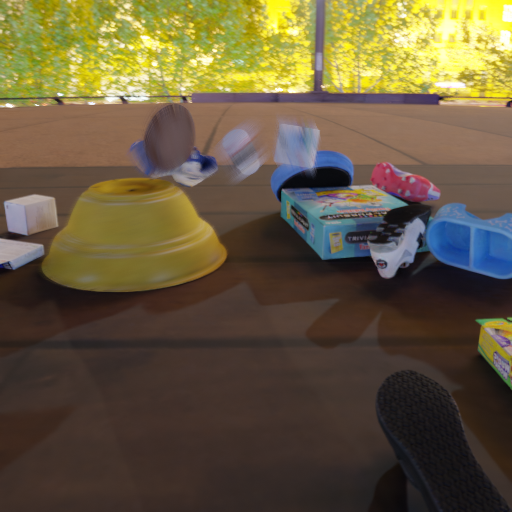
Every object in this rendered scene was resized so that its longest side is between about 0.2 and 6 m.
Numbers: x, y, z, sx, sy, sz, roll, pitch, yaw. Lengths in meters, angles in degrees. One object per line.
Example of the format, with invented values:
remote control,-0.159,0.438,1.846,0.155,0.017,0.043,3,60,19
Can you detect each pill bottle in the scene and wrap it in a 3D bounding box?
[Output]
pill bottle,-0.241,-1.760,9.584,0.449,0.775,0.449,-9,60,16

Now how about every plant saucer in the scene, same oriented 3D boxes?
plant saucer,-1.411,-1.944,9.362,1.149,1.149,0.210,15,2,35

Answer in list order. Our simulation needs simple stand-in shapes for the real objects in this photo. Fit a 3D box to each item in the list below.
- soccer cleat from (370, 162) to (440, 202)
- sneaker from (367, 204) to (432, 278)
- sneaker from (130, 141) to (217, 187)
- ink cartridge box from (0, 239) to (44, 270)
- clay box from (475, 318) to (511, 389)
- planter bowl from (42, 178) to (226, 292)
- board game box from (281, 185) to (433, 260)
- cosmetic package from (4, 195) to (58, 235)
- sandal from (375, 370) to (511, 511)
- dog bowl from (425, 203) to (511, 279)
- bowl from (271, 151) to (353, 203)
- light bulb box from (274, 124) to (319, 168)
soccer cleat,4.173,-2.064,16.023,0.995,0.868,2.603,14,13,-21
sneaker,2.744,-0.305,10.621,0.770,0.920,2.080,7,33,40
sneaker,-1.573,-1.952,11.029,0.876,0.748,1.987,-21,-14,29
ink cartridge box,-4.992,0.003,10.876,1.194,0.243,1.196,8,21,20
clay box,3.535,1.315,6.928,1.031,0.427,1.795,-1,20,-4
planter bowl,-2.375,-0.652,10.902,3.564,1.484,3.564,0,20,0
board game box,2.116,-0.866,12.573,2.387,0.742,3.162,-4,20,-12
cosmetic package,-5.158,-0.953,12.860,0.715,0.711,0.854,12,22,29
sandal,1.654,1.942,5.250,0.811,0.516,2.158,-2,32,-7
dog bowl,4.096,-0.242,10.346,0.526,1.184,2.124,-30,34,-33
bowl,1.417,-1.843,13.980,2.092,0.411,2.092,-8,-25,-4
light bulb box,0.781,-2.115,10.755,0.737,0.731,0.460,10,17,7
